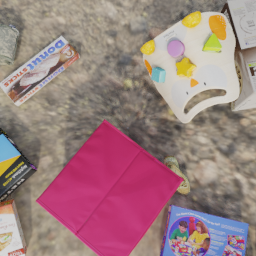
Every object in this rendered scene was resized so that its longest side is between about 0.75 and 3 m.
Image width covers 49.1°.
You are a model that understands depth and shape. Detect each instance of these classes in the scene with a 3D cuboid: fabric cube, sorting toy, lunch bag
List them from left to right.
[{"bbox_3d":[-3.943,-2.565,8.590,1.029,0.855,1.227,7,75,-12],"label":"lunch bag"},{"bbox_3d":[-0.363,1.564,6.808,2.277,2.234,2.270,37,77,9],"label":"fabric cube"},{"bbox_3d":[1.675,-1.448,7.302,2.587,1.382,2.329,-28,74,28],"label":"sorting toy"}]

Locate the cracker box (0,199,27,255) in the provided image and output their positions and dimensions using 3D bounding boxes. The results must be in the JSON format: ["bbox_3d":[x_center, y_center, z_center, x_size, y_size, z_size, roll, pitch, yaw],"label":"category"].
[{"bbox_3d":[-3.256,2.681,7.132,0.980,0.422,1.463,-14,98,-12],"label":"cracker box"}]

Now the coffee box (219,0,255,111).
[{"bbox_3d":[3.419,-2.085,8.057,1.109,1.570,2.778,-9,77,-3],"label":"coffee box"}]

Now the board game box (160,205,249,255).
[{"bbox_3d":[1.987,2.947,7.350,2.048,0.458,1.377,13,76,3],"label":"board game box"}]

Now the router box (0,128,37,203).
[{"bbox_3d":[-3.978,1.303,7.695,2.331,0.595,1.738,-44,80,-10],"label":"router box"}]

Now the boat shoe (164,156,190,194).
[{"bbox_3d":[1.315,1.343,7.525,0.462,0.398,1.266,-18,112,16],"label":"boat shoe"}]

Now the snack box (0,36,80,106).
[{"bbox_3d":[-2.698,-1.772,8.612,2.453,0.298,0.882,-42,74,-10],"label":"snack box"}]
